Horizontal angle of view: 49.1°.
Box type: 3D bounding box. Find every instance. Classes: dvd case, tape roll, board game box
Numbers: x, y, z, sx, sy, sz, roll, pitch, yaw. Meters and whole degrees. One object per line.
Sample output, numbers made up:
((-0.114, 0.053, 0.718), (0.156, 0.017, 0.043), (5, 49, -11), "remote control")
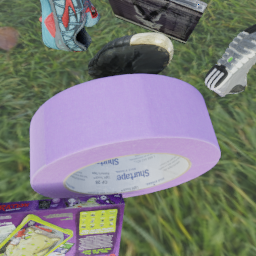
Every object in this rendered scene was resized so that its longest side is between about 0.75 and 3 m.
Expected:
((0.513, -2.569, 6.175), (2.052, 2.760, 0.220), (22, 97, 3), "dvd case")
((-0.062, 0.335, 4.144), (2.619, 2.619, 0.859), (-7, 65, -6), "tape roll")
((-0.981, 1.398, 3.643), (1.811, 1.087, 0.292), (0, 23, -15), "board game box")

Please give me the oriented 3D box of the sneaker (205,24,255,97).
((1.390, -0.767, 3.381), (0.953, 0.550, 0.358), (-45, 46, 15), "sneaker")

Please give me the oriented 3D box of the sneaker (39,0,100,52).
((-1.247, -2.951, 6.420), (1.393, 2.916, 1.156), (18, 61, 0), "sneaker")

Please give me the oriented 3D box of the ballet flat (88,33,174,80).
((-0.083, -1.302, 4.981), (0.912, 2.743, 0.779), (30, 81, -24), "ballet flat")
